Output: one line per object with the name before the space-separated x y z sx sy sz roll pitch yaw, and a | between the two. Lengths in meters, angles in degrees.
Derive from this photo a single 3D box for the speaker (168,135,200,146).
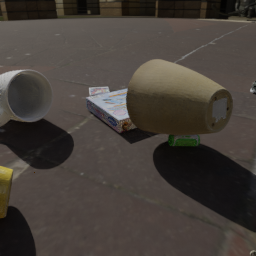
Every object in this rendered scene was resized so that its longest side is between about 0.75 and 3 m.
speaker | 1.917 0.411 9.589 1.023 0.452 0.452 1 27 -11

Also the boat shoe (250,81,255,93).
boat shoe | 6.750 -2.181 14.738 0.459 0.425 1.244 15 31 26

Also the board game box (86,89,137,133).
board game box | 0.065 -0.920 12.112 2.835 0.583 2.828 -16 32 -29

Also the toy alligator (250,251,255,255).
toy alligator | 2.939 2.519 5.845 1.027 0.304 0.279 -7 -13 -11

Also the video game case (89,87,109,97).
video game case | -1.482 -1.888 14.498 1.025 0.129 1.125 -5 28 -8

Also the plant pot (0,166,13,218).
plant pot | -3.639 1.458 6.513 1.667 1.772 1.772 9 24 -20

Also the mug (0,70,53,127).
mug | -4.699 -1.044 11.199 2.360 1.987 2.691 7 56 41

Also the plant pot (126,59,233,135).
plant pot | 1.737 -0.801 8.744 2.524 2.524 2.694 -19 24 -33
